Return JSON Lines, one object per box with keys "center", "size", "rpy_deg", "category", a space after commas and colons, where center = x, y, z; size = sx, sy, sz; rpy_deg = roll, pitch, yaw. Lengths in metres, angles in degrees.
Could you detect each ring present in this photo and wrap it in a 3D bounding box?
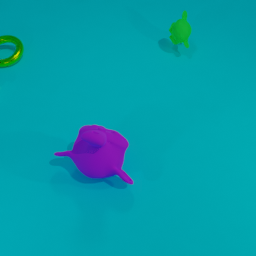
{"center": [-4.165, -2.614, 9.462], "size": [1.292, 0.258, 1.292], "rpy_deg": [-1, 65, 2], "category": "ring"}

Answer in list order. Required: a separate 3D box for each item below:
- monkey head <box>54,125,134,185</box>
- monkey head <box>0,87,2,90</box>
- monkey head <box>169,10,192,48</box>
{"center": [-0.716, 0.570, 6.187], "size": [1.971, 1.418, 1.188], "rpy_deg": [19, 94, 9], "category": "monkey head"}
{"center": [-4.354, -1.395, 8.120], "size": [1.403, 1.009, 0.845], "rpy_deg": [-5, 63, 10], "category": "monkey head"}
{"center": [1.874, -3.252, 9.502], "size": [0.896, 1.245, 0.750], "rpy_deg": [-4, 0, -40], "category": "monkey head"}
